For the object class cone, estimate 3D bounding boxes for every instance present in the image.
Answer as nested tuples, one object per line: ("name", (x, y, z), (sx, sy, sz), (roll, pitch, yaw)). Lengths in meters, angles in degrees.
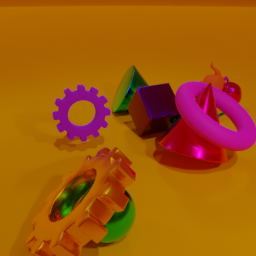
("cone", (1.627, -0.234, 6.228), (1.566, 1.572, 1.566), (13, 8, -2))
("cone", (0.544, -0.965, 9.162), (1.627, 1.621, 1.621), (22, 22, -16))

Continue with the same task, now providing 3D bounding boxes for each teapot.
("teapot", (3.414, -1.151, 9.338), (0.845, 1.358, 0.665), (11, 57, 47))
("teapot", (2.590, -1.343, 8.818), (0.703, 1.435, 0.892), (27, 31, 24))
("teapot", (1.831, -0.183, 7.357), (1.375, 0.855, 0.673), (-12, -15, 11))

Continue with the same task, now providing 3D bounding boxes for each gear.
("gear", (-1.057, -0.333, 6.451), (1.286, 1.286, 0.238), (-9, 21, -17))
("gear", (-0.704, 1.074, 4.162), (1.841, 0.340, 1.841), (-38, 19, 16))

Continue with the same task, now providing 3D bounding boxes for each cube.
("cube", (0.701, -0.483, 7.507), (0.979, 0.979, 0.979), (-12, 66, -23))

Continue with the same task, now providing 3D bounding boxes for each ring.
("ring", (1.906, -0.308, 6.060), (1.980, 0.396, 1.980), (19, 38, -16))

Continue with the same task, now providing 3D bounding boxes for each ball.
("ball", (-0.324, 1.300, 4.347), (0.896, 0.896, 0.896), (0, 26, 0))
